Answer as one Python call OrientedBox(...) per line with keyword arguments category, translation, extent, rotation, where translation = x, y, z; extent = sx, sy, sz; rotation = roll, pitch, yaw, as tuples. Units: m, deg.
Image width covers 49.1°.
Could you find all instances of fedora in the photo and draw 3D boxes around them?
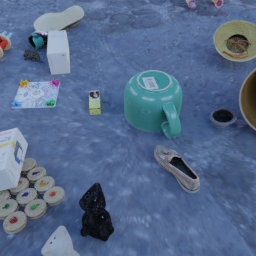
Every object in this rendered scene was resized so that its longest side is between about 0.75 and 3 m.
OrientedBox(category="fedora", translation=(3.118, -0.280, 9.224), extent=(0.873, 0.394, 0.772), rotation=(-26, 50, -18))

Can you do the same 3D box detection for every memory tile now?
OrientedBox(category="memory tile", translation=(-2.726, 1.617, 7.223), extent=(1.607, 0.176, 2.097), rotation=(-31, 42, -29))

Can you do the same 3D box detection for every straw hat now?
OrientedBox(category="straw hat", translation=(4.619, -3.442, 11.955), extent=(2.190, 0.927, 2.190), rotation=(-4, 64, 8))

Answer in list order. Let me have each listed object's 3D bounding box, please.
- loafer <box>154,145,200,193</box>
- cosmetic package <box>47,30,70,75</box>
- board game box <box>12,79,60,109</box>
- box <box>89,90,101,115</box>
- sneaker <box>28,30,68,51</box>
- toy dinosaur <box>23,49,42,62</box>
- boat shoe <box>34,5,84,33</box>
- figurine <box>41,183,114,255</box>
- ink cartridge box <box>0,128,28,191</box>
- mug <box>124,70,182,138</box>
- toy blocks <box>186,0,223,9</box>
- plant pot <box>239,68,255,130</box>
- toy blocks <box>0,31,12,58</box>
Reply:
OrientedBox(category="loafer", translation=(1.383, 1.007, 7.841), extent=(0.637, 0.557, 1.772), rotation=(-24, 50, -22))
OrientedBox(category="cosmetic package", translation=(-2.860, -3.161, 11.631), extent=(0.798, 1.012, 1.881), rotation=(-6, 45, -6))
OrientedBox(category="board game box", translation=(-3.382, -1.307, 10.374), extent=(1.514, 0.196, 1.514), rotation=(-2, 45, -2))
OrientedBox(category="box", translation=(-1.183, -0.916, 9.943), extent=(0.395, 0.263, 1.049), rotation=(-5, 46, -5))
OrientedBox(category="sneaker", translation=(-3.716, -3.915, 12.510), extent=(1.829, 0.765, 1.104), rotation=(8, 41, 19))
OrientedBox(category="toy dinosaur", translation=(-4.120, -3.134, 12.016), extent=(1.109, 0.427, 0.567), rotation=(13, 53, 16))
OrientedBox(category="boat shoe", translation=(-3.399, -5.208, 13.794), extent=(2.650, 0.789, 0.952), rotation=(-34, 94, -25))
OrientedBox(category="figurine", translation=(-1.029, 2.207, 5.839), extent=(0.766, 1.736, 1.780), rotation=(23, 50, 21))
OrientedBox(category="ink cartridge box", translation=(-3.519, 0.871, 7.521), extent=(1.209, 0.728, 1.664), rotation=(-14, 37, 3))
OrientedBox(category="mug", translation=(0.981, -0.926, 9.128), extent=(2.303, 1.424, 1.893), rotation=(24, 50, 22))
OrientedBox(category="toy blocks", translation=(4.339, -7.592, 15.118), extent=(2.075, 2.220, 1.869), rotation=(-3, 40, -3))
OrientedBox(category="plant pot", translation=(5.156, -1.326, 9.064), extent=(2.511, 2.511, 2.694), rotation=(23, 34, 21))
OrientedBox(category="toy blocks", translation=(-6.180, -3.581, 12.174), extent=(1.874, 0.817, 2.249), rotation=(7, 46, 6))
